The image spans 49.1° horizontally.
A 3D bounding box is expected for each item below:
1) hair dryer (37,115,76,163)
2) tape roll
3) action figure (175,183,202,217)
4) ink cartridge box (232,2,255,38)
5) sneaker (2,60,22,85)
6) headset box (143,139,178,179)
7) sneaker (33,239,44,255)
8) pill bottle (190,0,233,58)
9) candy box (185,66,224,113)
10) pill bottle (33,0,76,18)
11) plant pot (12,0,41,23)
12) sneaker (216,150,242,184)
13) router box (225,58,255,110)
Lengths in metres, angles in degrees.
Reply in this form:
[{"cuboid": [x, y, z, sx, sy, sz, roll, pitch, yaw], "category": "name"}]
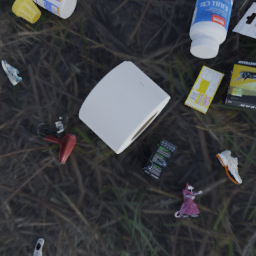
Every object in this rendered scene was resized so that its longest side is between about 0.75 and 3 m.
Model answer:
[{"cuboid": [-2.644, 0.489, 10.769, 1.362, 0.486, 1.789, -23, 76, 13], "category": "hair dryer"}, {"cuboid": [-0.100, -0.679, 9.735, 1.859, 2.707, 2.707, 44, 83, 6], "category": "tape roll"}, {"cuboid": [2.222, 2.645, 10.335, 0.901, 0.811, 1.210, -20, 65, 37], "category": "action figure"}, {"cuboid": [5.903, -3.770, 11.095, 2.880, 0.721, 2.317, 27, 61, 24], "category": "ink cartridge box"}, {"cuboid": [-4.656, -2.264, 11.225, 0.478, 0.429, 1.107, -30, 88, -17], "category": "sneaker"}, {"cuboid": [1.165, 1.110, 10.181, 0.641, 1.204, 1.383, 31, 82, 5], "category": "headset box"}, {"cuboid": [-3.256, 4.415, 10.056, 0.301, 0.331, 0.807, 6, 80, 1], "category": "sneaker"}, {"cuboid": [3.218, -4.101, 10.982, 1.405, 1.405, 2.503, 13, 80, 2], "category": "pill bottle"}, {"cuboid": [3.030, -1.540, 11.117, 0.895, 0.231, 1.750, 27, 82, 7], "category": "candy box"}, {"cuboid": [-3.179, -5.391, 11.366, 1.944, 1.089, 1.089, 31, 82, 5], "category": "pill bottle"}, {"cuboid": [-4.066, -4.798, 11.411, 0.857, 0.911, 0.911, 41, 82, -8], "category": "plant pot"}, {"cuboid": [3.943, 1.436, 10.505, 0.618, 0.508, 1.343, -30, 83, -9], "category": "sneaker"}, {"cuboid": [5.069, -1.604, 10.740, 2.254, 0.589, 1.772, 12, 80, 15], "category": "router box"}]
